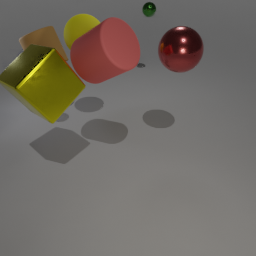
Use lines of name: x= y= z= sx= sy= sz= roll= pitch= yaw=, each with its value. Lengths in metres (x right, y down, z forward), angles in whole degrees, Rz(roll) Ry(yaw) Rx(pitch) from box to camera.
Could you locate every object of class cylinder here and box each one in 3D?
cylinder: x=-0.625 y=-2.063 z=7.661 sx=1.400 sy=1.400 sz=1.400 roll=-13 pitch=18 yaw=45
cylinder: x=-3.250 y=-3.017 z=10.871 sx=1.400 sy=1.400 sz=1.400 roll=-21 pitch=18 yaw=7

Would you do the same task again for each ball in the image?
ball: x=1.065 y=-5.930 z=14.024 sx=0.700 sy=0.700 sz=0.700 roll=0 pitch=33 yaw=0
ball: x=1.633 y=-2.431 z=8.712 sx=1.400 sy=1.400 sz=1.400 roll=0 pitch=33 yaw=0
ball: x=-1.513 y=-3.203 z=9.705 sx=1.400 sy=1.400 sz=1.400 roll=0 pitch=33 yaw=0

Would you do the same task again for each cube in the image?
cube: x=-2.307 y=-1.207 z=7.509 sx=1.400 sy=1.400 sz=1.400 roll=23 pitch=69 yaw=44
